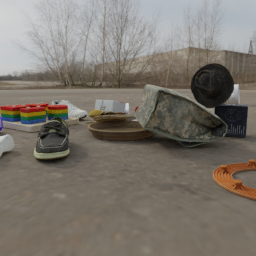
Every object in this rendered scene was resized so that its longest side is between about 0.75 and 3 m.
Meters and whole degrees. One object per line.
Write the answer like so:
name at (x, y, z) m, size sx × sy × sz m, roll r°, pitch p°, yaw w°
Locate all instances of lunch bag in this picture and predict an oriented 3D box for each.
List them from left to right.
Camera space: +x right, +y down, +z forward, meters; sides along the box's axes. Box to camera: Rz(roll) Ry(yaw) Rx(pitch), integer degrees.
lunch bag at (1.603, -0.318, 8.692) m, size 2.449 × 1.440 × 2.009 m, roll 18°, pitch 10°, yaw -11°

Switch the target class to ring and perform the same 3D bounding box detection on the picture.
ring at (2.755, 0.960, 5.435) m, size 2.131 × 0.204 × 2.131 m, roll 0°, pitch 11°, yaw 0°

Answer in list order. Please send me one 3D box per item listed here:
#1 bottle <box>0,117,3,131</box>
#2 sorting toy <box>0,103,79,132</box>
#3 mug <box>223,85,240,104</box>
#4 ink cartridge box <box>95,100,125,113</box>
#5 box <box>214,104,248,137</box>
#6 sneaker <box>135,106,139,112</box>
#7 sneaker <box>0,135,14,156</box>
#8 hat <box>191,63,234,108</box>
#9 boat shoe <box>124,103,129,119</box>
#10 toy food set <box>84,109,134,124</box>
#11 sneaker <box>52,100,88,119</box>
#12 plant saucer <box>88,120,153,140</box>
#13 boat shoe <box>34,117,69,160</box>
bottle at (-5.041, -0.016, 9.425) m, size 0.869 × 0.679 × 2.079 m, roll 3°, pitch 10°, yaw 1°
sorting toy at (-3.848, -0.565, 11.910) m, size 2.517 × 0.876 × 2.502 m, roll 7°, pitch 12°, yaw 35°
mug at (7.252, -2.387, 20.640) m, size 1.702 × 1.433 × 1.942 m, roll -2°, pitch 14°, yaw 26°
ink cartridge box at (-0.881, -0.862, 13.305) m, size 1.194 × 0.863 × 0.867 m, roll 9°, pitch 3°, yaw 40°
box at (3.551, -0.282, 9.760) m, size 1.074 × 1.092 × 0.677 m, roll 4°, pitch 9°, yaw 17°
sneaker at (1.126, -0.627, 13.482) m, size 0.946 × 0.641 × 1.637 m, roll 2°, pitch 19°, yaw -43°
sneaker at (-3.570, 0.540, 7.097) m, size 0.699 × 0.594 × 1.579 m, roll -11°, pitch 3°, yaw 6°
hat at (2.604, -1.432, 8.996) m, size 1.521 × 1.521 × 0.614 m, roll 7°, pitch -3°, yaw 35°
boat shoe at (-0.278, -0.864, 14.460) m, size 0.638 × 0.673 × 1.924 m, roll 2°, pitch 18°, yaw -1°
toy food set at (-0.738, -0.528, 11.178) m, size 1.581 × 0.460 × 2.291 m, roll -2°, pitch -4°, yaw -30°
sneaker at (-2.936, -0.874, 13.630) m, size 2.258 × 0.915 × 0.849 m, roll 8°, pitch 11°, yaw 31°
plant saucer at (-0.191, 0.058, 9.961) m, size 2.474 × 0.364 × 2.474 m, roll -1°, pitch 10°, yaw 0°
boat shoe at (-2.083, 0.205, 7.750) m, size 0.919 × 0.845 × 2.572 m, roll -2°, pitch 10°, yaw -9°
